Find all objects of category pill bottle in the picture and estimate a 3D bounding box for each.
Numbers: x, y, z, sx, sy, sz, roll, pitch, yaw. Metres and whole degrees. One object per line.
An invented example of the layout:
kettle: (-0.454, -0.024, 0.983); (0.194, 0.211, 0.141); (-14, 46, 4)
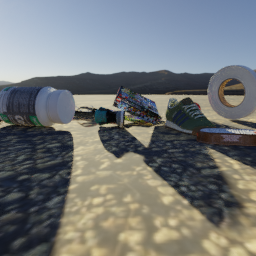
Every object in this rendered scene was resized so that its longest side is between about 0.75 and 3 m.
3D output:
pill bottle: (-3.702, -0.880, 11.360); (2.821, 1.595, 1.595); (3, 9, 19)

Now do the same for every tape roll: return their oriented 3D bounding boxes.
tape roll: (5.014, -1.690, 13.299); (0.478, 2.617, 2.617); (-14, 16, -40)

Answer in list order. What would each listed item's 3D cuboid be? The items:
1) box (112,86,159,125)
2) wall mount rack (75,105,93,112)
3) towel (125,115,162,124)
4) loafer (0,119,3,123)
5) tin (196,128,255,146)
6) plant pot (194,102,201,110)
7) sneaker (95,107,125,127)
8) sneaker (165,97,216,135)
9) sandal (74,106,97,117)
box: (0.361, -1.108, 12.707); (1.921, 0.530, 2.813); (25, 15, -6)
wall mount rack: (-2.741, -1.093, 16.313); (1.253, 0.538, 1.442); (2, 8, 12)
towel: (0.598, -0.506, 13.098); (1.357, 0.215, 1.889); (16, 17, 38)
loafer: (-5.679, -0.357, 12.083); (0.341, 0.390, 1.085); (7, 6, -1)
tin: (2.962, 0.238, 8.196); (1.867, 0.391, 1.045); (2, 13, 15)
plant pot: (3.201, -0.852, 13.986); (0.796, 0.796, 0.725); (3, 17, 19)
sneaker: (-0.741, -0.448, 11.102); (1.135, 0.786, 1.880); (3, 2, -10)
sneaker: (2.144, -0.507, 10.108); (0.897, 1.201, 2.675); (-3, 11, -22)
sandal: (-1.863, -0.873, 14.788); (2.558, 0.548, 0.973); (3, 9, 17)
